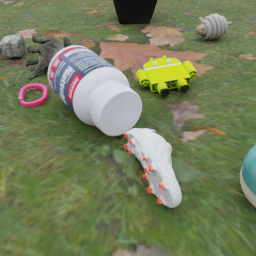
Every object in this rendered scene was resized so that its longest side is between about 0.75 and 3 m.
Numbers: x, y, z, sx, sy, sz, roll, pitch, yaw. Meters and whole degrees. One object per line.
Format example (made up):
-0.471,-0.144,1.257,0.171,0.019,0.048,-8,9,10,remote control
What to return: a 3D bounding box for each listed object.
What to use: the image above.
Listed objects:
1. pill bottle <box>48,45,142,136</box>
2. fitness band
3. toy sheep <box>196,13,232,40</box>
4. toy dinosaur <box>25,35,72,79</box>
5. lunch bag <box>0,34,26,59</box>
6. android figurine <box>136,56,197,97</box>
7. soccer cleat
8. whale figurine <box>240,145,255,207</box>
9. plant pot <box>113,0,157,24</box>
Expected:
-0.903,-1.015,7.474,1.630,1.630,2.726,-22,42,-26,pill bottle
-2.924,-1.036,8.685,0.824,0.215,1.147,-6,38,-9,fitness band
3.881,-4.590,12.661,1.745,1.203,1.203,-20,40,-6,toy sheep
-2.898,-2.760,10.285,1.443,1.086,2.822,2,34,14,toy dinosaur
-4.676,-3.267,11.196,0.919,0.764,1.096,-2,37,-6,lunch bag
1.245,-1.800,9.278,1.914,0.432,2.103,-10,43,-3,android figurine
0.647,0.671,5.959,0.905,0.809,2.334,-10,35,-17,soccer cleat
3.426,0.942,5.118,2.492,1.293,1.983,14,39,19,whale figurine
0.302,-6.828,14.800,2.436,2.161,2.430,-5,38,-5,plant pot
